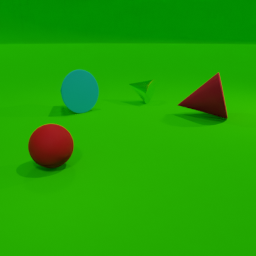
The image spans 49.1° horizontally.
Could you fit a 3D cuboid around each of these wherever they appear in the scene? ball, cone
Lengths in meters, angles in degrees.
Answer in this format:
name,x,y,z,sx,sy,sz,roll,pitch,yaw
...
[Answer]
name,x,y,z,sx,sy,sz,roll,pitch,yaw
ball,-1.667,0.386,6.095,0.961,0.961,0.961,0,19,0
cone,-2.241,-1.426,10.858,1.582,1.582,1.588,-16,17,-39
cone,2.534,-0.974,9.898,1.618,1.612,1.612,-11,14,21
cone,0.488,-1.702,11.888,1.049,1.045,1.045,22,25,19
